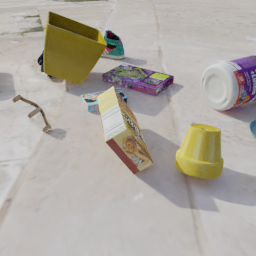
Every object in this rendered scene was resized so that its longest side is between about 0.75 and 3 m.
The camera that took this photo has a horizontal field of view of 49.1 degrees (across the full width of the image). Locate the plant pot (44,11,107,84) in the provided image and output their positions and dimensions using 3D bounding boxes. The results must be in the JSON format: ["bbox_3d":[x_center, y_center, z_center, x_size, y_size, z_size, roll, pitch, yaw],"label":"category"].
[{"bbox_3d":[-2.469,-3.252,11.748,2.328,2.054,2.329,14,29,-23],"label":"plant pot"}]

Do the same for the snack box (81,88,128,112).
[{"bbox_3d":[-0.887,-1.065,10.423,1.551,0.288,0.901,-14,36,-20],"label":"snack box"}]

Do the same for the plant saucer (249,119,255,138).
[{"bbox_3d":[4.570,0.187,8.608,1.633,0.224,1.633,-1,33,0],"label":"plant saucer"}]

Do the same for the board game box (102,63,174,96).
[{"bbox_3d":[0.420,-2.121,11.961,2.650,0.428,1.590,21,35,29],"label":"board game box"}]

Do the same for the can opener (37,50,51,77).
[{"bbox_3d":[-3.705,-3.031,13.149,0.791,0.981,2.496,28,23,-32],"label":"can opener"}]

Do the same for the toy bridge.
[{"bbox_3d":[-2.962,-0.497,8.910,1.470,0.200,0.494,46,45,-4],"label":"toy bridge"}]

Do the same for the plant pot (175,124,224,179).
[{"bbox_3d":[1.825,0.516,7.000,1.192,1.121,1.192,5,14,-1],"label":"plant pot"}]

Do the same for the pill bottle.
[{"bbox_3d":[4.284,-1.752,10.238,2.936,1.636,1.636,-18,38,-23],"label":"pill bottle"}]

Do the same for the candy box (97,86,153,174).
[{"bbox_3d":[-0.142,-0.018,7.783,0.657,1.372,2.377,-32,34,9],"label":"candy box"}]

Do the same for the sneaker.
[{"bbox_3d":[-1.217,-4.356,14.421,2.203,1.330,0.921,11,35,16],"label":"sneaker"}]
